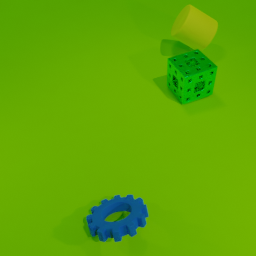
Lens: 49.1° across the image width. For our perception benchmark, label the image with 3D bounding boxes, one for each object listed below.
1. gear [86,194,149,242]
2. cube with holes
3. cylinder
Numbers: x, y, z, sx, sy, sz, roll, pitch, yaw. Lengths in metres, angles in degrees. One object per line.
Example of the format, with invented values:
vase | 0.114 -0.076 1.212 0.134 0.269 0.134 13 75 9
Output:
gear | -0.219 1.838 5.839 1.254 0.232 1.254 -11 18 4
cube with holes | 1.978 -1.625 8.874 1.095 1.095 1.095 -20 49 -12
cylinder | 2.374 -3.585 10.111 1.212 1.212 1.212 23 44 -17
